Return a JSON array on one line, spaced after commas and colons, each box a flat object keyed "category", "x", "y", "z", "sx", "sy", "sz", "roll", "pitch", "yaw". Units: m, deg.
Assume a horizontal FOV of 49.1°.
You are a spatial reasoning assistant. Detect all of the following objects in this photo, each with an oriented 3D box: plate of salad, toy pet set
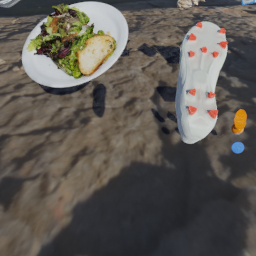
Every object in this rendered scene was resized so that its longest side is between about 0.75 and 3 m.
[{"category": "plate of salad", "x": -1.256, "y": -2.013, "z": 6.222, "sx": 2.533, "sy": 0.608, "sz": 2.533, "roll": -6, "pitch": 62, "yaw": 12}, {"category": "toy pet set", "x": 2.589, "y": -0.345, "z": 4.797, "sx": 1.590, "sy": 1.484, "sz": 0.844, "roll": 3, "pitch": 11, "yaw": 9}]

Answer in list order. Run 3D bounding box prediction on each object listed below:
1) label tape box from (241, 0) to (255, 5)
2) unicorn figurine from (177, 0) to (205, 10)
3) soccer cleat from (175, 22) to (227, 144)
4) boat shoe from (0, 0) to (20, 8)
[{"category": "label tape box", "x": 2.828, "y": -3.332, "z": 6.387, "sx": 0.322, "sy": 0.698, "sz": 0.975, "roll": 3, "pitch": 39, "yaw": 43}, {"category": "unicorn figurine", "x": 1.638, "y": -3.747, "z": 6.829, "sx": 1.539, "sy": 0.828, "sz": 2.241, "roll": -21, "pitch": 34, "yaw": 56}, {"category": "soccer cleat", "x": 0.667, "y": -0.478, "z": 2.716, "sx": 0.456, "sy": 0.510, "sz": 1.315, "roll": 14, "pitch": 63, "yaw": 0}, {"category": "boat shoe", "x": -1.870, "y": -2.555, "z": 4.902, "sx": 1.154, "sy": 0.416, "sz": 0.395, "roll": -30, "pitch": 20, "yaw": 3}]
